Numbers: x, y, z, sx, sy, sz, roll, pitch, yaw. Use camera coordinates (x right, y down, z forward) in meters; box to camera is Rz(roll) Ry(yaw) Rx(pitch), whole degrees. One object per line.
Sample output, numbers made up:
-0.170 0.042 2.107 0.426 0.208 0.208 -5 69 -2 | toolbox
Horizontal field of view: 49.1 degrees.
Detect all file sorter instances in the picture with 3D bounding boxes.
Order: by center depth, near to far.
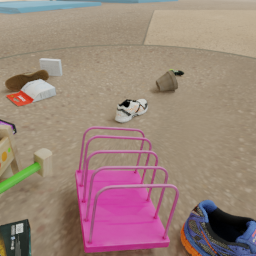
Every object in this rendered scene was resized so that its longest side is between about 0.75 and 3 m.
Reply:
-0.136 1.080 5.822 1.615 1.457 2.324 3 26 -17 | file sorter

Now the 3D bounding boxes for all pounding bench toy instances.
-3.221 1.127 6.239 2.619 1.627 2.043 4 31 6 | pounding bench toy

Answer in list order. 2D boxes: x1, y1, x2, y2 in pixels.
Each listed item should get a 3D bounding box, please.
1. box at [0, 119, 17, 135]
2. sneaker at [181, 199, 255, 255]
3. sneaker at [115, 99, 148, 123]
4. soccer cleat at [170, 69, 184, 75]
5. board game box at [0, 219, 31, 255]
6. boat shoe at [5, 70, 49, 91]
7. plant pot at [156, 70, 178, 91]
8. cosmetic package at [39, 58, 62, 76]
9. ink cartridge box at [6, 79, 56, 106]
-4.921 0.317 8.754 1.597 0.403 2.234 16 36 24 | box
2.218 2.249 4.879 2.858 1.121 1.077 21 38 31 | sneaker
0.196 -0.793 10.337 0.623 0.676 1.689 19 35 31 | sneaker
2.393 -2.727 13.940 0.817 0.276 0.331 16 53 25 | soccer cleat
-2.542 2.830 4.644 1.804 0.375 2.667 -9 33 -15 | board game box
-4.612 -2.170 12.686 1.983 0.715 0.714 -29 22 -32 | boat shoe
1.648 -1.975 12.209 0.764 0.881 0.881 -22 35 -6 | plant pot
-3.807 -3.003 13.846 1.032 0.778 0.267 6 32 10 | cosmetic package
-4.101 -1.525 11.788 1.679 0.397 1.344 -23 38 -35 | ink cartridge box
